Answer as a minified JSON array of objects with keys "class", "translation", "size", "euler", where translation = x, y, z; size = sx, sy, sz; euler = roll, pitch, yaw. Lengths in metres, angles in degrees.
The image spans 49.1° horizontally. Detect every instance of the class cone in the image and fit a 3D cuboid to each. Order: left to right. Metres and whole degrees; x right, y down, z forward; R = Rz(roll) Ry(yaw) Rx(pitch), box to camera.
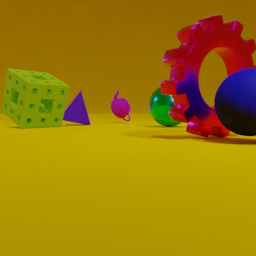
[{"class":"cone","translation":[-1.798,-0.778,10.060],"size":[1.136,1.140,1.136],"euler":[11,3,0]}]

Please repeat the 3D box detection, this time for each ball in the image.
[{"class":"ball","translation":[1.273,-0.686,8.580],"size":[1.285,1.285,1.285],"euler":[0,3,0]},{"class":"ball","translation":[1.758,-0.367,4.052],"size":[0.979,0.979,0.979],"euler":[0,3,0]}]

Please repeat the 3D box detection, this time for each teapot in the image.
[{"class":"teapot","translation":[-0.282,-0.938,11.985],"size":[0.712,1.454,0.904],"euler":[-26,-3,33]}]

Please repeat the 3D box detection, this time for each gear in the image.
[{"class":"gear","translation":[1.481,-0.840,4.811],"size":[1.980,1.980,0.366],"euler":[-2,8,-29]}]

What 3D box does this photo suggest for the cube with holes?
[{"class":"cube with holes","translation":[-2.754,-0.878,8.316],"size":[1.306,1.306,1.306],"euler":[31,23,37]}]
